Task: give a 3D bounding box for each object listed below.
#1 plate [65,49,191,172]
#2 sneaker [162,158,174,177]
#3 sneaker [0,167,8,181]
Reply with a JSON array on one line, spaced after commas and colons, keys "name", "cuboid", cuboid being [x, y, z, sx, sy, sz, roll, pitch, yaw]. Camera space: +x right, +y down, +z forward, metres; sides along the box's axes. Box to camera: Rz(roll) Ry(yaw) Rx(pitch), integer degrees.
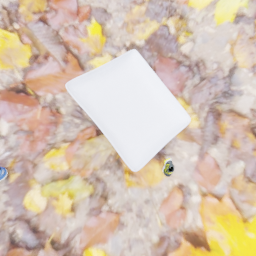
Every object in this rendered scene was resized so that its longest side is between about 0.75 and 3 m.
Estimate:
[{"name": "plate", "cuboid": [0.110, -0.615, 8.212, 2.979, 0.482, 2.985, -37, 87, -37]}, {"name": "sneaker", "cuboid": [1.223, 1.263, 8.430, 0.300, 0.806, 0.341, -16, 46, -7]}, {"name": "sneaker", "cuboid": [-4.182, 1.558, 8.187, 0.497, 0.564, 1.266, 38, 68, 17]}]
